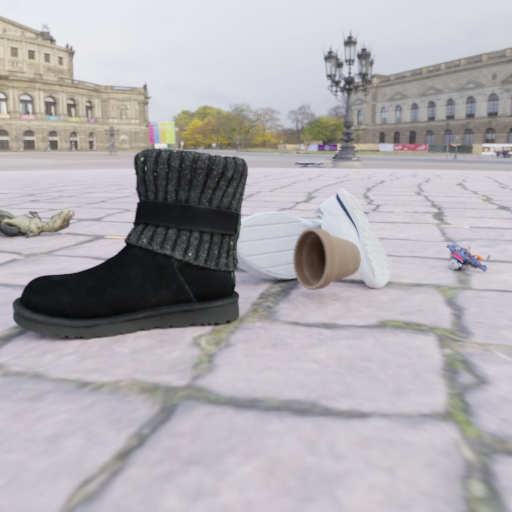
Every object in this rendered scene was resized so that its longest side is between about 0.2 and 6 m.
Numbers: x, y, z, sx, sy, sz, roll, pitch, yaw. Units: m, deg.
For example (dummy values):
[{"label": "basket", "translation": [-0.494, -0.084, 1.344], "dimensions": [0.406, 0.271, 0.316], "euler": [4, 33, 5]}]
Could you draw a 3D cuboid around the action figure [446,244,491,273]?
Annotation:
[{"label": "action figure", "translation": [3.949, 0.125, 10.408], "dimensions": [0.845, 0.457, 0.874], "euler": [-14, 43, -28]}]

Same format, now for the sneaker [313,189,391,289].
[{"label": "sneaker", "translation": [1.619, -0.200, 9.555], "dimensions": [0.793, 1.971, 0.753], "euler": [-34, -38, 22]}]

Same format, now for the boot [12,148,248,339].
[{"label": "boot", "translation": [-1.565, -0.237, 7.162], "dimensions": [2.998, 2.241, 1.128], "euler": [-4, 12, -18]}]

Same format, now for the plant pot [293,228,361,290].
[{"label": "plant pot", "translation": [1.105, 0.052, 8.324], "dimensions": [0.785, 0.900, 0.900], "euler": [1, 10, -30]}]

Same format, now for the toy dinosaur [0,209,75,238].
[{"label": "toy dinosaur", "translation": [-6.304, -0.827, 13.837], "dimensions": [3.434, 0.815, 1.513], "euler": [2, -4, 11]}]

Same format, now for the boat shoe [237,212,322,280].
[{"label": "boat shoe", "translation": [0.554, -0.154, 10.198], "dimensions": [1.151, 1.169, 3.245], "euler": [-5, -3, 45]}]
